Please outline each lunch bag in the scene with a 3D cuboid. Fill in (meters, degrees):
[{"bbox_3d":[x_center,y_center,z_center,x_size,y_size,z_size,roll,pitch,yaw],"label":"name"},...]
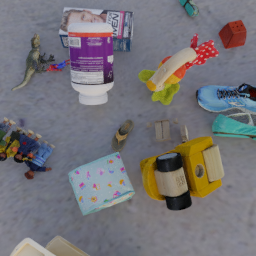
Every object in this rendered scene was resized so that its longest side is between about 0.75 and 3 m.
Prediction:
[{"bbox_3d":[-0.886,1.826,9.053,1.787,1.090,1.523,-19,70,-13],"label":"lunch bag"}]

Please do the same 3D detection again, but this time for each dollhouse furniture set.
[{"bbox_3d":[1.428,0.341,10.052,1.397,0.682,1.191,-9,66,17],"label":"dollhouse furniture set"}]

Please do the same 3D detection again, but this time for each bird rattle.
[{"bbox_3d":[1.721,-1.985,9.647,2.874,2.343,1.619,-33,89,26],"label":"bird rattle"}]

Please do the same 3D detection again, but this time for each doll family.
[{"bbox_3d":[-3.698,0.763,9.573,2.420,0.950,1.399,25,65,6],"label":"doll family"}]

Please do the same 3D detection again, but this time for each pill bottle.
[{"bbox_3d":[-1.268,-2.258,9.853,1.523,1.523,2.708,0,112,0],"label":"pill bottle"}]

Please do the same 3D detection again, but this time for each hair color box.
[{"bbox_3d":[-1.244,-4.031,11.488,2.864,0.867,1.432,4,68,1],"label":"hair color box"}]

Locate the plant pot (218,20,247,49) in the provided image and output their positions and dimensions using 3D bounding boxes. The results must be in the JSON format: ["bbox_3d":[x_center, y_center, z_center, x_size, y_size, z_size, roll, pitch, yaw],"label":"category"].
[{"bbox_3d":[4.361,-3.898,11.491,0.868,0.765,0.868,-13,69,-5],"label":"plant pot"}]

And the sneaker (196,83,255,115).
[{"bbox_3d":[3.882,-1.260,10.173,2.781,1.251,1.090,3,68,1],"label":"sneaker"}]

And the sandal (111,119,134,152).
[{"bbox_3d":[-0.199,0.220,10.059,0.519,0.349,1.291,28,77,11],"label":"sandal"}]

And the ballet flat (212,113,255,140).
[{"bbox_3d":[4.383,-0.005,9.785,2.767,0.932,0.974,10,89,5],"label":"ballet flat"}]

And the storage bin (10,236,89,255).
[{"bbox_3d":[-1.570,4.002,7.277,2.770,2.790,1.308,29,73,11],"label":"storage bin"}]

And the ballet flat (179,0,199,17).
[{"bbox_3d":[2.679,-5.467,12.321,0.562,0.562,1.514,-17,71,-7],"label":"ballet flat"}]

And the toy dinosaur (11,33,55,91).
[{"bbox_3d":[-3.632,-2.538,11.053,1.155,0.622,2.621,5,68,18],"label":"toy dinosaur"}]

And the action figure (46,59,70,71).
[{"bbox_3d":[-2.762,-2.463,11.200,1.041,0.269,0.340,-17,64,-1],"label":"action figure"}]

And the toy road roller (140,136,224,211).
[{"bbox_3d":[1.566,1.343,8.937,2.618,1.911,1.609,-18,97,-33],"label":"toy road roller"}]
